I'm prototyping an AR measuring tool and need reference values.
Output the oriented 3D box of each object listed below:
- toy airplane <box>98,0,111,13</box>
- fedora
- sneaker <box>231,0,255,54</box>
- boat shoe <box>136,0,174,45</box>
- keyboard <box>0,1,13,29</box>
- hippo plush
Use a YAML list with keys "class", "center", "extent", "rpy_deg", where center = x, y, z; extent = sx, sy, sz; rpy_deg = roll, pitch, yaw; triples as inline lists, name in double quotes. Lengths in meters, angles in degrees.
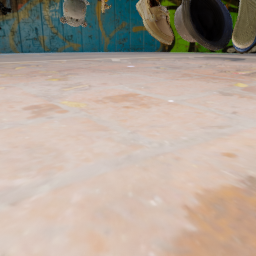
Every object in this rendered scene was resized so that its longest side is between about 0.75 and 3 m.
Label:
- class: "toy airplane"
  center: [-0.829, -4.867, 10.235]
  extent: [0.670, 0.945, 0.949]
  rpy_deg: [-3, -11, -16]
- class: "fedora"
  center: [2.074, -3.048, 8.152]
  extent: [1.915, 1.693, 0.865]
  rpy_deg: [15, -10, -31]
- class: "sneaker"
  center: [3.338, -3.016, 7.530]
  extent: [0.783, 2.041, 1.135]
  rpy_deg: [17, 2, 20]
- class: "boat shoe"
  center: [0.904, -3.489, 8.714]
  extent: [0.774, 0.726, 2.099]
  rpy_deg: [-1, 55, -38]
- class: "keyboard"
  center: [-3.372, -2.677, 6.610]
  extent: [1.151, 0.187, 1.811]
  rpy_deg: [-38, 54, -7]
- class: "hippo plush"
  center: [-1.487, -3.220, 7.142]
  extent: [1.102, 1.112, 1.383]
  rpy_deg: [11, -10, -15]
